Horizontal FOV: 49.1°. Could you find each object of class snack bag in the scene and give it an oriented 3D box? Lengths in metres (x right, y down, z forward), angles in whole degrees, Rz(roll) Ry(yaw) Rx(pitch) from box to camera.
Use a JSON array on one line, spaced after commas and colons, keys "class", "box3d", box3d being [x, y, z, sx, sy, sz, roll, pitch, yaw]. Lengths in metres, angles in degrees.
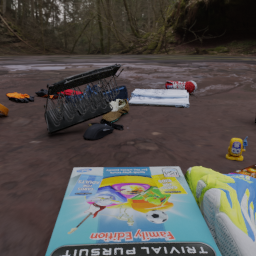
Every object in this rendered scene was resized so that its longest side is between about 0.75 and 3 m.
[{"class": "snack bag", "box3d": [1.383, -1.385, 12.404, 2.604, 0.296, 2.762, 4, 18, 10]}]

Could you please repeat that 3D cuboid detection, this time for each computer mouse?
[{"class": "computer mouse", "box3d": [-0.882, -0.046, 8.173, 1.008, 0.331, 1.436, 15, 23, 36]}]

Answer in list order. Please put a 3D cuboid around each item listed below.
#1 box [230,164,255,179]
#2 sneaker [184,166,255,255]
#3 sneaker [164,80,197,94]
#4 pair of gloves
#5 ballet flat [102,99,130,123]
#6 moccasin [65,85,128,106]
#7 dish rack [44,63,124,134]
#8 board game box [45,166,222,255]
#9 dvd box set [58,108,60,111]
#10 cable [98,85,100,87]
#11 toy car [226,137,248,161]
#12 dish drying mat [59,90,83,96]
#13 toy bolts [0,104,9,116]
[{"class": "box", "box3d": [2.524, 1.067, 4.782, 0.955, 0.273, 1.395, -11, 21, -31]}, {"class": "sneaker", "box3d": [1.548, 1.090, 3.755, 1.211, 0.873, 2.306, 0, 17, -2]}, {"class": "sneaker", "box3d": [2.521, -2.029, 13.837, 1.009, 0.639, 1.793, -4, 11, -26]}, {"class": "pair of gloves", "box3d": [-4.316, -1.533, 12.918, 2.228, 0.275, 1.985, -12, 21, -36]}, {"class": "ballet flat", "box3d": [-0.400, -0.663, 9.626, 0.576, 0.614, 1.698, 11, 21, 24]}, {"class": "moccasin", "box3d": [-1.274, -1.360, 11.357, 2.564, 0.874, 1.032, -7, 19, -22]}, {"class": "dish rack", "box3d": [-1.157, -0.736, 7.220, 2.032, 0.723, 2.649, -23, -5, -22]}, {"class": "board game box", "box3d": [0.027, 1.271, 3.691, 1.814, 0.564, 2.403, -1, 18, -2]}, {"class": "dvd box set", "box3d": [-2.231, -0.509, 9.863, 0.869, 0.175, 1.188, 5, 18, 13]}, {"class": "cable", "box3d": [-1.546, -2.282, 15.268, 0.481, 0.249, 0.991, 2, 18, 7]}, {"class": "toy car", "box3d": [2.907, 0.622, 5.545, 2.021, 0.672, 0.991, 12, 21, 30]}, {"class": "dish drying mat", "box3d": [-2.560, -1.640, 13.088, 1.875, 0.171, 0.720, 13, 19, 17]}, {"class": "toy bolts", "box3d": [-4.807, -0.476, 9.010, 1.706, 1.238, 1.786, 36, -16, -33]}]
